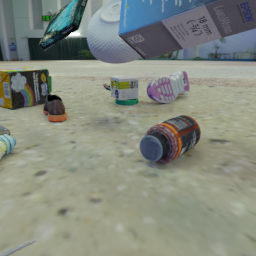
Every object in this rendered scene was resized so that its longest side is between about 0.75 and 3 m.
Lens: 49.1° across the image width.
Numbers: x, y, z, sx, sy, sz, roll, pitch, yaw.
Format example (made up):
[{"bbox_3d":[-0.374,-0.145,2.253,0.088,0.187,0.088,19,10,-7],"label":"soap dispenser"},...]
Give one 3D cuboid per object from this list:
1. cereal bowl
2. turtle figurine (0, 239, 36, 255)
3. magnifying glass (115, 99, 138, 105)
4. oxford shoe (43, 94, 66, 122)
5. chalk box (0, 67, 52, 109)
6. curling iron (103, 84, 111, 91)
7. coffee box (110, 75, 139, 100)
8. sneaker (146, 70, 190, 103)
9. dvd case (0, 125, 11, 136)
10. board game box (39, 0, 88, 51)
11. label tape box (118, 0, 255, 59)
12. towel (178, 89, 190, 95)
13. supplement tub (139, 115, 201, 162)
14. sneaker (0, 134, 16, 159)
[{"bbox_3d":[-0.167,-3.375,9.067,2.655,1.106,2.655,-9,55,13],"label":"cereal bowl"},{"bbox_3d":[-0.873,1.546,0.972,1.614,1.085,2.156,46,30,6],"label":"turtle figurine"},{"bbox_3d":[-0.149,-1.307,12.082,0.941,0.265,2.365,-3,18,-8],"label":"magnifying glass"},{"bbox_3d":[-2.435,-0.795,9.348,0.733,0.747,2.060,-7,18,-23],"label":"oxford shoe"},{"bbox_3d":[-4.067,-1.674,11.220,1.404,1.413,2.265,12,19,34],"label":"chalk box"},{"bbox_3d":[-1.016,-2.194,15.066,0.422,0.218,1.704,-4,17,-16],"label":"curling iron"},{"bbox_3d":[-0.149,-1.633,11.299,0.868,0.858,0.867,-8,20,-24],"label":"coffee box"},{"bbox_3d":[1.536,-1.707,12.074,1.258,1.144,2.844,-5,14,39],"label":"sneaker"},{"bbox_3d":[-4.521,0.149,7.133,2.384,0.190,1.773,-14,22,-40],"label":"dvd case"},{"bbox_3d":[-1.558,-2.623,6.873,1.078,0.224,1.594,-22,41,24],"label":"board game box"},{"bbox_3d":[1.344,-2.462,4.186,2.940,2.120,0.931,-8,-21,33],"label":"label tape box"},{"bbox_3d":[2.201,-1.789,13.814,1.317,0.228,1.268,-13,18,-32],"label":"towel"},{"bbox_3d":[0.867,0.226,5.798,0.793,0.793,1.484,12,19,36],"label":"supplement tub"},{"bbox_3d":[-2.610,0.420,5.701,0.798,0.486,1.222,-14,22,-36],"label":"sneaker"}]
